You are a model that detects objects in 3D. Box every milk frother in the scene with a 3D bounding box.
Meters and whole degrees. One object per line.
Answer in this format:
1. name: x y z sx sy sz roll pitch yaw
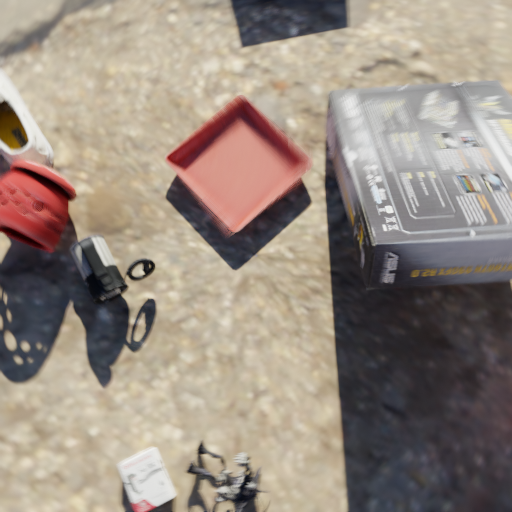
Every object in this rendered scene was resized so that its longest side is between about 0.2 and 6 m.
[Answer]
1. milk frother: -2.322 0.092 9.085 1.045 0.943 0.983 -22 75 -32

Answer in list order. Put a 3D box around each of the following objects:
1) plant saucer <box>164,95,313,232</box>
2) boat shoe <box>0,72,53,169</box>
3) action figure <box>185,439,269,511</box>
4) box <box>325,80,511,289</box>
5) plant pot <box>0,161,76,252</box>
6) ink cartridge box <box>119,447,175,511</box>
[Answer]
1. plant saucer: -0.298 -1.590 9.751 1.871 0.344 1.874 -42 78 -10
2. boat shoe: -4.616 -2.612 9.692 1.009 0.993 2.845 -36 77 -9
3. action figure: -0.393 3.271 8.264 1.264 0.645 0.751 25 65 8
4. box: 2.809 -1.266 8.532 3.006 0.917 3.796 -4 47 -2
5. plant pot: -3.642 -0.821 9.081 1.258 1.258 1.145 21 72 6
6. ink cartridge box: -1.639 3.359 8.386 0.573 0.324 0.781 -26 77 -6
